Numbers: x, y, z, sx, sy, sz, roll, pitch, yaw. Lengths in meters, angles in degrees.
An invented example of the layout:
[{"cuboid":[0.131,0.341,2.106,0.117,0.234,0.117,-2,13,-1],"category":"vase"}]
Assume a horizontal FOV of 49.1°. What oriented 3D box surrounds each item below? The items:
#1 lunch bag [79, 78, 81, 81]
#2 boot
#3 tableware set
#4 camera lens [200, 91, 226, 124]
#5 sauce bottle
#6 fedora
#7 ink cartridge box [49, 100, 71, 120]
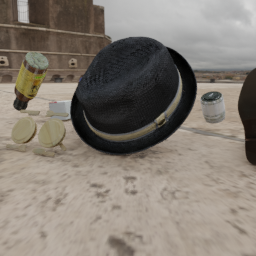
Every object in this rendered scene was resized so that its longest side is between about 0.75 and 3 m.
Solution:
[{"cuboid":[-0.659,-0.732,8.064,0.811,1.720,2.147,-7,7,-34],"category":"lunch bag"},{"cuboid":[2.760,-0.344,5.762,0.635,1.844,1.978,8,16,30],"category":"boot"},{"cuboid":[-1.936,0.108,6.165,1.484,0.981,0.297,5,-21,28],"category":"tableware set"},{"cuboid":[2.449,-0.608,8.062,0.638,0.798,0.638,-15,31,9],"category":"camera lens"},{"cuboid":[-3.463,-1.502,9.710,0.808,0.808,2.498,-9,-26,-38],"category":"sauce bottle"},{"cuboid":[-0.044,-0.916,5.776,2.905,2.905,1.326,3,-24,16],"category":"fedora"},{"cuboid":[-2.325,-0.659,10.134,0.648,0.645,0.891,-2,9,16],"category":"ink cartridge box"}]
